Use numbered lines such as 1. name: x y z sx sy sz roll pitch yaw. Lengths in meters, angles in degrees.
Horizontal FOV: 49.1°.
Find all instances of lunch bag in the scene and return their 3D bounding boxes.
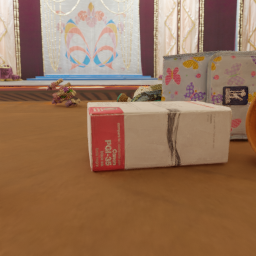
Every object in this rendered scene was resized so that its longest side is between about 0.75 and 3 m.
1. lunch bag: 2.090 -0.831 6.941 2.425 2.056 1.542 8 11 35

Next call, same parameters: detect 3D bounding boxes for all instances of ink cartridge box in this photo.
1. ink cartridge box: 0.440 0.042 5.190 2.333 0.966 1.709 -2 10 -9

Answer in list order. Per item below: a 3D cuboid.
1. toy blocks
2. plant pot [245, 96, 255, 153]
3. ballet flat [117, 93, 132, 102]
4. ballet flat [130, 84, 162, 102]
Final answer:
1. toy blocks: -3.387 -1.523 14.304 1.299 1.543 1.442 -32 -6 7
2. plant pot: 2.932 -0.036 4.606 1.087 1.553 1.553 12 0 -39
3. ballet flat: -0.116 -1.259 13.615 0.803 0.753 2.220 19 6 -2
4. ballet flat: 0.736 -0.845 8.434 1.061 1.061 2.858 9 17 41
